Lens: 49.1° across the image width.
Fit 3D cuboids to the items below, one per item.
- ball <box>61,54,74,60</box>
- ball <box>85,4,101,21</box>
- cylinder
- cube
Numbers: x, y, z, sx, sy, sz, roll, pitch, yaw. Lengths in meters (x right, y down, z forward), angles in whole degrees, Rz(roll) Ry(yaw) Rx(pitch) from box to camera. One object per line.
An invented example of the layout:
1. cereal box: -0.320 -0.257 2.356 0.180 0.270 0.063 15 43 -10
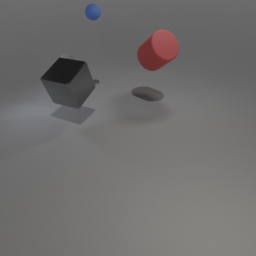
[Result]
1. ball: -2.872 -3.148 13.224 0.700 0.700 0.700 0 31 0
2. ball: -1.569 -5.198 12.564 0.700 0.700 0.700 0 31 0
3. cylinder: 1.326 -3.448 12.581 1.400 1.400 1.400 -18 -1 -27
4. cube: -2.415 -1.847 11.499 1.400 1.400 1.400 15 55 24
